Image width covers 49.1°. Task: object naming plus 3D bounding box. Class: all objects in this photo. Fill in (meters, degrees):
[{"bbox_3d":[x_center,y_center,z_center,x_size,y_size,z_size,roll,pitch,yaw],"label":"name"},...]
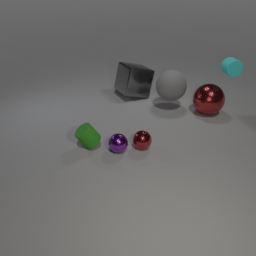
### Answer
[{"bbox_3d":[-1.449,0.281,10.137,0.700,0.700,0.700,-25,36,20],"label":"cylinder"},{"bbox_3d":[4.379,-2.561,11.777,0.700,0.700,0.700,-1,26,-3],"label":"cylinder"},{"bbox_3d":[3.610,-1.280,12.526,1.400,1.400,1.400,0,30,0],"label":"ball"},{"bbox_3d":[-0.351,0.538,10.015,0.700,0.700,0.700,0,30,0],"label":"ball"},{"bbox_3d":[0.515,0.436,10.184,0.700,0.700,0.700,0,30,0],"label":"ball"},{"bbox_3d":[1.972,-1.921,12.777,1.400,1.400,1.400,0,30,0],"label":"ball"},{"bbox_3d":[0.294,-2.444,14.205,1.400,1.400,1.400,0,25,-29],"label":"cube"}]
